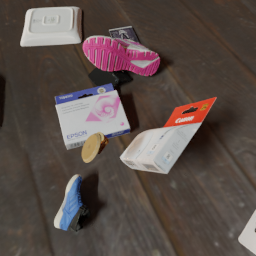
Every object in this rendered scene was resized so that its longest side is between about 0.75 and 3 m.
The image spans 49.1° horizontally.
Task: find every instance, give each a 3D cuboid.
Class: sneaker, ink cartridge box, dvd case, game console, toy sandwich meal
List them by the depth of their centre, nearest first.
[{"bbox_3d":[4.473,3.002,6.855,2.863,0.971,1.661,35,62,22],"label":"ink cartridge box"},{"bbox_3d":[-0.825,0.486,6.911,0.291,0.850,0.850,27,47,-32],"label":"toy sandwich meal"},{"bbox_3d":[-1.351,2.075,7.733,0.853,0.588,1.533,10,59,14],"label":"sneaker"},{"bbox_3d":[1.092,0.062,8.043,0.618,2.093,2.615,42,71,-15],"label":"ink cartridge box"},{"bbox_3d":[-1.275,-0.559,9.564,2.171,0.479,2.212,-16,64,-10],"label":"ink cartridge box"},{"bbox_3d":[-0.310,-2.820,10.743,2.936,1.194,1.295,11,27,-21],"label":"sneaker"},{"bbox_3d":[-0.704,-1.965,10.918,1.120,0.741,1.274,-10,49,-44],"label":"game console"},{"bbox_3d":[-0.180,-4.012,12.379,1.059,0.114,1.424,-13,56,-9],"label":"dvd case"}]

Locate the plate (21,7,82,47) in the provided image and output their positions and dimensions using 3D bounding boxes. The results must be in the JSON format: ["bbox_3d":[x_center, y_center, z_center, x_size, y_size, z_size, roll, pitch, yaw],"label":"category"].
[{"bbox_3d":[-3.449,-4.755,12.722,2.656,0.429,2.650,-4,55,-3],"label":"plate"}]
